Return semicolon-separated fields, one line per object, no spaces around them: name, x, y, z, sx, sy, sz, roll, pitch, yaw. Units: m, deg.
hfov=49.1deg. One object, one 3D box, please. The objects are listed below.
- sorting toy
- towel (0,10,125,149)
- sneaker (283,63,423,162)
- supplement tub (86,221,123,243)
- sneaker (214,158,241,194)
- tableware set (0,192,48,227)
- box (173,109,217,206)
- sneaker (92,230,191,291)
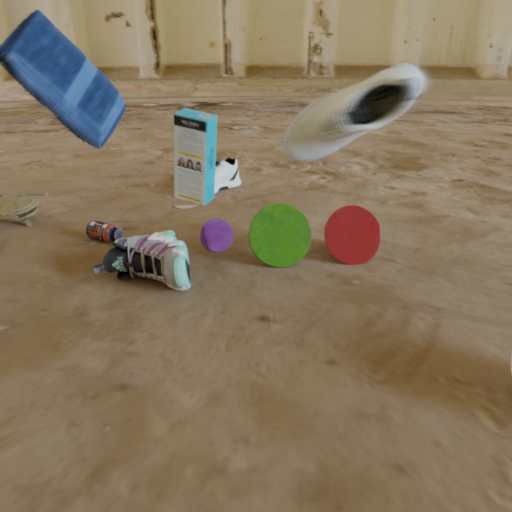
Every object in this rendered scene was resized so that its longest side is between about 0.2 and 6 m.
sorting toy;0.600;-0.351;10.831;3.381;1.172;1.165;-1;-3;-7
towel;-3.787;-3.513;11.272;0.628;2.587;1.444;-2;56;41
sneaker;1.755;-2.785;11.060;3.110;1.136;1.101;-29;11;29
supplement tub;-3.142;-0.492;11.662;0.760;0.406;0.406;10;23;27
sneaker;-1.241;-2.239;15.759;0.798;0.866;2.164;14;26;30
tableware set;-5.997;-1.017;13.126;2.039;0.409;1.348;0;31;16
box;-1.075;-1.720;9.833;0.650;1.579;0.388;17;34;17
sneaker;-1.977;0.149;9.469;1.527;0.849;2.183;-8;12;-16
